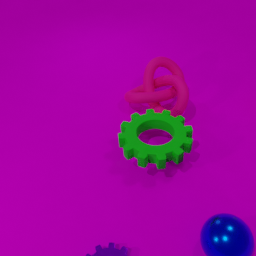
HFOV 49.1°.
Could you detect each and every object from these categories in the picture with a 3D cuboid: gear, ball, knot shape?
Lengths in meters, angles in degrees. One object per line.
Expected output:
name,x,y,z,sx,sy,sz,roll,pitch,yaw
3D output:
gear,-0.376,2.913,5.576,1.164,0.215,1.164,0,48,0
gear,0.709,0.224,7.256,1.880,0.348,1.880,-2,42,2
ball,1.984,2.254,5.642,1.036,1.036,1.036,0,48,0
knot shape,1.057,-1.102,8.559,2.090,0.966,1.956,-38,56,-5
